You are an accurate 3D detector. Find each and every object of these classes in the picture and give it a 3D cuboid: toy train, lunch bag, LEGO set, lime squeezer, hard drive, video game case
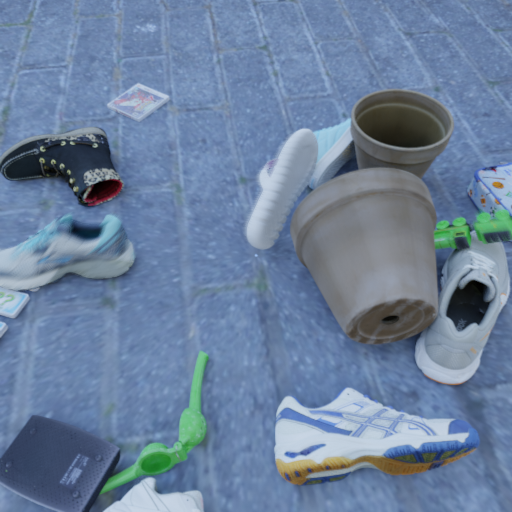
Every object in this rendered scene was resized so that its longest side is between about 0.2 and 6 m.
[{"bbox_3d":[3.588,-0.374,10.112,2.070,0.432,0.584,-11,36,33],"label":"toy train"},{"bbox_3d":[5.305,-1.161,11.389,1.481,0.698,1.848,-10,51,-10],"label":"lunch bag"},{"bbox_3d":[-5.321,0.498,10.062,2.492,0.612,1.861,14,48,12],"label":"LEGO set"},{"bbox_3d":[-1.436,2.653,8.235,1.074,0.574,3.041,31,58,23],"label":"lime squeezer"},{"bbox_3d":[-2.813,2.978,7.941,1.649,0.349,1.112,11,49,23],"label":"hard drive"},{"bbox_3d":[-2.941,-3.851,14.018,1.060,0.134,1.163,27,55,21],"label":"video game case"}]

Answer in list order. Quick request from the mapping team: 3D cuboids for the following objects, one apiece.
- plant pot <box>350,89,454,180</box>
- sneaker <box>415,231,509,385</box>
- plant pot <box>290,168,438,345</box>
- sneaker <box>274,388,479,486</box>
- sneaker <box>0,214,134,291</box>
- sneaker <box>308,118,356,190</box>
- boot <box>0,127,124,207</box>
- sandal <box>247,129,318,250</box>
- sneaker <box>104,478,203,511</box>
[{"bbox_3d":[2.838,-2.145,11.529,1.980,1.718,1.980,0,49,0],"label":"plant pot"},{"bbox_3d":[3.711,0.540,9.401,1.234,1.500,3.261,20,52,15],"label":"sneaker"},{"bbox_3d":[1.912,0.179,9.159,2.472,2.472,2.145,-5,54,-4],"label":"plant pot"},{"bbox_3d":[1.690,2.429,8.071,2.896,1.090,1.277,-3,50,-3],"label":"sneaker"},{"bbox_3d":[-3.665,-0.218,10.193,2.718,1.173,1.055,-9,42,-10],"label":"sneaker"},{"bbox_3d":[1.639,-2.551,12.350,1.059,0.956,2.585,34,57,16],"label":"sneaker"},{"bbox_3d":[-4.082,-1.755,11.781,2.379,0.859,1.797,-20,55,-16],"label":"boot"},{"bbox_3d":[0.395,-1.411,10.845,0.678,1.122,2.758,13,62,31],"label":"sandal"},{"bbox_3d":[-0.899,3.625,7.245,2.196,0.855,1.091,28,52,21],"label":"sneaker"}]
